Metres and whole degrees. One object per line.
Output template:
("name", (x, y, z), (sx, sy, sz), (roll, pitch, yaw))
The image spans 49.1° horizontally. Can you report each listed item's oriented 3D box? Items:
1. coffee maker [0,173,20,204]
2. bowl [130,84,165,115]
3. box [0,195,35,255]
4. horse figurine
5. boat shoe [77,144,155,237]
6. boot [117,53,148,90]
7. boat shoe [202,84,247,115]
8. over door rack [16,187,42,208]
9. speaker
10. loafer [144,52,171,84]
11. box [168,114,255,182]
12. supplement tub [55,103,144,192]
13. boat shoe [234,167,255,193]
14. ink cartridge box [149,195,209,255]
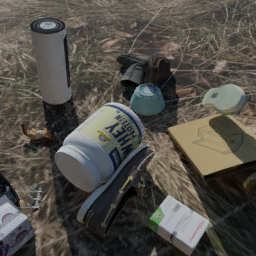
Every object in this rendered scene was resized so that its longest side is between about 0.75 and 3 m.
("coffee maker", (-3.780, 1.884, 7.386), (1.353, 0.911, 1.300), (-35, 38, -32))
("bowl", (0.734, -1.165, 10.537), (1.339, 0.700, 1.339), (-1, 45, 1))
("box", (-3.173, 2.565, 6.572), (1.024, 0.889, 1.550), (30, 52, 27))
("horse figurine", (-3.011, 0.117, 9.480), (1.226, 0.306, 0.813), (0, 50, -10))
("boat shoe", (-0.082, 1.580, 7.538), (0.855, 1.033, 2.874), (33, 56, 21))
("boot", (0.009, -2.392, 11.936), (1.628, 0.650, 1.791), (13, 53, 16))
("boat shoe", (3.085, -0.792, 8.566), (0.840, 0.823, 2.358), (25, 4, -9))
("over door rack", (-2.791, 1.933, 7.684), (0.764, 0.255, 0.565), (-4, 44, -4))
("speaker", (-2.728, -2.301, 10.122), (1.189, 2.927, 1.189), (3, 43, -3))
("loafer", (1.306, -2.490, 11.399), (0.956, 0.984, 2.694), (16, 32, 6))
("box", (2.724, 0.423, 8.547), (2.220, 0.289, 2.716), (-16, 29, -6))
("supplement tub", (-0.783, 0.510, 8.113), (1.685, 1.685, 2.325), (25, 50, 23))
("boat shoe", (4.313, 0.884, 8.224), (2.730, 0.999, 0.885), (-22, 54, -21))
("ink cartridge box", (1.264, 2.415, 6.996), (1.216, 0.513, 0.888), (30, 52, 27))
